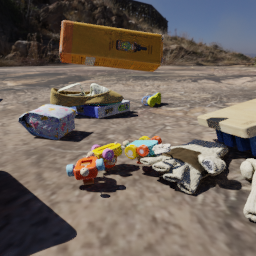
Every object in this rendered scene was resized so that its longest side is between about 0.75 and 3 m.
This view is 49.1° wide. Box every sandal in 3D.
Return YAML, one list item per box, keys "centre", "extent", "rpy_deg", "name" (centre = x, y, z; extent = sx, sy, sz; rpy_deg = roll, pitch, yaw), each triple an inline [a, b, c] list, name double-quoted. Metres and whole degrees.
- centre: [1.045, -1.259, 12.231]
  extent: [0.578, 0.528, 1.327]
  rpy_deg: [4, 14, 31]
  name: "sandal"

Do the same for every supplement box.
- centre: [-0.355, -1.732, 6.125]
  extent: [2.181, 0.726, 0.750]
  rpy_deg: [5, -6, -9]
  name: "supplement box"

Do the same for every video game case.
- centre: [-1.155, -0.838, 10.774]
  extent: [1.857, 0.422, 1.684]
  rpy_deg: [13, 20, 40]
  name: "video game case"

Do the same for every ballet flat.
- centre: [-1.465, -1.183, 9.941]
  extent: [2.624, 0.827, 0.901]
  rpy_deg: [-7, 20, -6]
  name: "ballet flat"

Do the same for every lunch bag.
- centre: [-2.228, -0.204, 7.830]
  extent: [1.246, 0.792, 1.057]
  rpy_deg: [14, 19, 10]
  name: "lunch bag"

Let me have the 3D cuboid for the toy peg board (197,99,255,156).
- centre: [3.232, 0.049, 6.419]
  extent: [2.359, 1.159, 2.369]
  rpy_deg: [-17, 9, -5]
  name: "toy peg board"

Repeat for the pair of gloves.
- centre: [1.948, 0.699, 5.035]
  extent: [2.850, 0.500, 2.423]
  rpy_deg: [14, 20, 38]
  name: "pair of gloves"

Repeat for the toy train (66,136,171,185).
- centre: [-0.143, 0.629, 5.169]
  extent: [1.828, 0.508, 1.373]
  rpy_deg: [-11, 13, -3]
  name: "toy train"
